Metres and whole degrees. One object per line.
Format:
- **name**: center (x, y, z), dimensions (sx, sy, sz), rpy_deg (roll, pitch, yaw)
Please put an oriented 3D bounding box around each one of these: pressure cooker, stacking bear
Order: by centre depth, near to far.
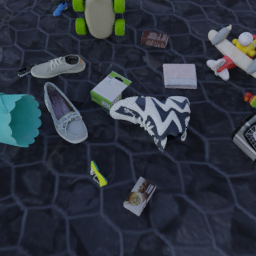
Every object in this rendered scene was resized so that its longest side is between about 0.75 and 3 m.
- **pressure cooker**: center (4.794, 0.404, 9.796), dimensions (1.609, 1.584, 1.801), rpy_deg (-30, 63, -19)
- **stacking bear**: center (5.176, -1.090, 11.405), dimensions (0.544, 0.581, 0.956), rpy_deg (-34, 57, -25)

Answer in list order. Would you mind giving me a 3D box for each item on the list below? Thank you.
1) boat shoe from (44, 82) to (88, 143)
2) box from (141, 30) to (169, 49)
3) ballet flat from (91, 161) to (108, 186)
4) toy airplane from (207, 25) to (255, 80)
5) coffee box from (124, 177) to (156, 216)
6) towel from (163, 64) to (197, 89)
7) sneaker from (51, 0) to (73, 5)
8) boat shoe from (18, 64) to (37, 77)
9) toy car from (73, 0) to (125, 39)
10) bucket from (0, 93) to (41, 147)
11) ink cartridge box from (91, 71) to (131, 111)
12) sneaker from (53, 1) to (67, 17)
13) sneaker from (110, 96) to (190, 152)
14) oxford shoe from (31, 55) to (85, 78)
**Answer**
- **boat shoe**: center (-2.491, -0.598, 10.828), dimensions (1.039, 0.904, 2.820), rpy_deg (-26, 61, -16)
- **box**: center (1.279, -4.254, 13.434), dimensions (1.216, 0.456, 0.609), rpy_deg (14, 59, 7)
- **ballet flat**: center (-1.102, 1.607, 9.789), dimensions (0.344, 0.343, 1.027), rpy_deg (-35, 65, -8)
- **toy airplane**: center (4.678, -3.260, 12.000), dimensions (2.544, 1.795, 2.533), rpy_deg (11, 59, 6)
- **coffee box**: center (0.398, 2.259, 9.295), dimensions (0.613, 0.433, 1.085), rpy_deg (29, 62, 17)
- **towel**: center (2.288, -2.313, 12.327), dimensions (1.424, 0.229, 1.360), rpy_deg (1, 57, 0)
- **sneaker**: center (-3.456, -7.184, 15.210), dimensions (1.497, 0.593, 0.564), rpy_deg (-28, 60, -18)
- **boat shoe**: center (-4.497, -2.626, 12.500), dimensions (0.925, 0.262, 0.318), rpy_deg (-40, 66, -22)
- **toy car**: center (-1.257, -5.943, 13.691), dimensions (2.285, 2.195, 2.782), rpy_deg (2, 46, 1)
- **bucket**: center (-4.185, -0.317, 10.101), dimensions (1.304, 2.004, 2.004), rpy_deg (7, 58, 11)
- **ink cartridge box**: center (-0.669, -1.547, 11.652), dimensions (1.074, 0.550, 1.453), rpy_deg (32, 62, 19)
- **sneaker**: center (-3.604, -6.296, 14.746), dimensions (0.356, 0.423, 1.079), rpy_deg (27, 63, 14)
- **sneaker**: center (0.784, -0.060, 10.163), dimensions (2.941, 1.174, 1.914), rpy_deg (0, 71, 2)
- **oxford shoe**: center (-3.100, -2.773, 12.355), dimensions (2.386, 0.689, 0.897), rpy_deg (-10, 61, -4)
